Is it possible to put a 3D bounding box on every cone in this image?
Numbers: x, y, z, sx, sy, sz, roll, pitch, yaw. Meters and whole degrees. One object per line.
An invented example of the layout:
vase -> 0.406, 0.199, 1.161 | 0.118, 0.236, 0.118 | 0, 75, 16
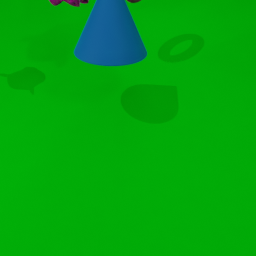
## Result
cone -> -0.352, -2.355, 5.790 | 1.623, 1.629, 1.623 | 2, 35, -1

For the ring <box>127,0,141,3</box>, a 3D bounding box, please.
ring -> 0.441, -4.075, 7.126 | 0.359, 1.796, 1.796 | 34, 59, 9

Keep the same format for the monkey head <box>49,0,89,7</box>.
monkey head -> -1.679, -3.825, 7.729 | 1.014, 1.409, 0.849 | -7, 56, 26
